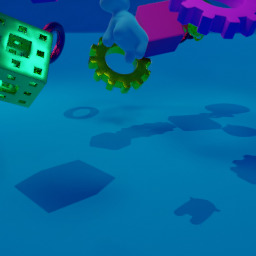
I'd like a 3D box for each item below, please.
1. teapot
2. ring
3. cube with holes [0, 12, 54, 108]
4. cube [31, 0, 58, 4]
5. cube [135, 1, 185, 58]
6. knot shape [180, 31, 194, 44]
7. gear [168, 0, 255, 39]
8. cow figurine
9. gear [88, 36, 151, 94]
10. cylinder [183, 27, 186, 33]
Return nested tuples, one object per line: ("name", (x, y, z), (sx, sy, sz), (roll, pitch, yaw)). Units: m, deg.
("teapot", (2.023, -3.322, 8.323), (1.032, 1.659, 0.813), (-38, 45, -18))
("ring", (-2.787, -3.065, 10.174), (0.313, 1.566, 1.566), (24, 26, 10))
("cube with holes", (-2.342, -1.314, 5.633), (1.196, 1.196, 1.196), (15, -28, -30))
("cube", (-2.310, -3.954, 7.471), (0.813, 0.813, 0.813), (4, -22, 19))
("cube", (0.965, -3.182, 9.106), (1.213, 1.213, 1.213), (-14, -9, -8))
("knot shape", (1.906, -3.391, 9.820), (1.101, 1.030, 0.509), (29, -3, 8))
("gear", (1.909, -2.672, 6.022), (2.024, 0.374, 2.024), (4, 51, -5))
("cow figurine", (-0.031, -1.775, 4.732), (0.591, 1.076, 1.059), (-14, 48, 50))
("gear", (-0.243, -1.980, 8.572), (1.919, 1.919, 0.355), (-9, -20, -22))
("cylinder", (2.359, -4.395, 10.532), (1.319, 1.319, 1.319), (-37, 13, 10))
